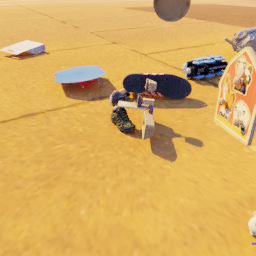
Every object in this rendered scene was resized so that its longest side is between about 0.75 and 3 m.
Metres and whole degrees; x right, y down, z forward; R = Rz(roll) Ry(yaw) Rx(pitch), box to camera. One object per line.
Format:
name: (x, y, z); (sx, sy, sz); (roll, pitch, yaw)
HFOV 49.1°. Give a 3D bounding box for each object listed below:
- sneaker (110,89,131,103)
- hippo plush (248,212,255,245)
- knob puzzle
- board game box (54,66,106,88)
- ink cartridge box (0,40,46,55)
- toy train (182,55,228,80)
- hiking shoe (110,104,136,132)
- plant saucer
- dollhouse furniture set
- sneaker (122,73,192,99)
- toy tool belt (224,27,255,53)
sneaker: (-0.233, -1.050, 9.313); (0.391, 0.367, 0.954); (23, 37, 24)
hippo plush: (2.171, 1.722, 4.403); (0.815, 0.649, 0.655); (8, 1, -5)
knob puzzle: (1.786, -0.606, 4.671); (0.221, 1.594, 1.594); (3, 29, -7)
board game box: (-1.837, -1.872, 10.698); (1.807, 0.445, 2.287); (-13, 26, -12)
ink cartridge box: (-5.447, -4.043, 14.574); (1.450, 0.448, 1.787); (19, 43, 29)
toy train: (3.107, -2.489, 11.419); (1.915, 0.830, 1.094); (-13, 23, -18)
hiking shoe: (-0.163, -0.267, 7.738); (0.405, 0.539, 1.070); (-20, 35, -31)
plant saucer: (1.343, -3.836, 8.559); (1.131, 1.131, 0.200); (5, 21, 9)
dollhouse furniture set: (0.154, -0.506, 7.286); (1.098, 1.225, 1.546); (7, 27, -2)
sneaker: (0.996, -1.524, 9.721); (2.355, 0.826, 0.966); (9, 11, -1)
toy tool belt: (6.046, -4.492, 14.208); (2.416, 1.509, 1.485); (-25, 46, -37)
